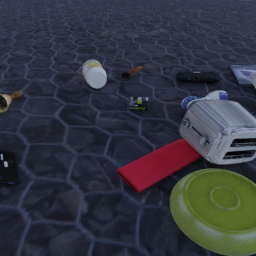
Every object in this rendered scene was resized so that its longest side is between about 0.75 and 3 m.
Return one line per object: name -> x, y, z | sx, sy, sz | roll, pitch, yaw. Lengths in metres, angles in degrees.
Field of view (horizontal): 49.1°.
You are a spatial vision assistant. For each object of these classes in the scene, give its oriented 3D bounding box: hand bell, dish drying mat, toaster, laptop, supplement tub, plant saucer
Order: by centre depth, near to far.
plant saucer -> 2.533, 1.984, 7.467 | 2.793, 0.434, 2.793 | -1, 35, 0
laptop -> -4.367, 1.448, 8.502 | 1.794, 0.927, 1.590 | 9, 28, -35
dish drying mat -> 1.102, 1.097, 8.844 | 2.826, 0.257, 1.085 | -23, 43, -29
toaster -> 3.147, 0.121, 9.016 | 2.735, 1.554, 1.767 | 0, 36, -28
hand bell -> -5.015, -1.295, 11.973 | 0.843, 0.843, 1.620 | 8, 24, 12
supplement tub -> -1.585, -2.559, 13.306 | 0.991, 0.991, 1.372 | -11, 37, -14

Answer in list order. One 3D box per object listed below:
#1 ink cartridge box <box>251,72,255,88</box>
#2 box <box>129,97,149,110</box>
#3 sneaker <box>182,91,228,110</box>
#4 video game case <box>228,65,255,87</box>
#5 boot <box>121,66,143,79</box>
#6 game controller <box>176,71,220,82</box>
ink cartridge box -> 7.326, -1.581, 12.287 | 2.891, 0.630, 2.509 | -3, 48, -5
box -> 0.468, -1.049, 11.890 | 0.824, 0.203, 0.853 | 1, 36, 5
sneaker -> 3.186, -0.829, 11.184 | 1.835, 0.741, 1.060 | -12, 40, -8
video game case -> 6.145, -2.654, 14.134 | 1.612, 0.214, 2.257 | 2, 35, 2
boot -> 0.302, -2.772, 13.893 | 1.034, 0.354, 0.974 | -26, 11, -18
game controller -> 3.466, -2.562, 13.925 | 2.073, 0.437, 1.081 | 2, 21, 2
